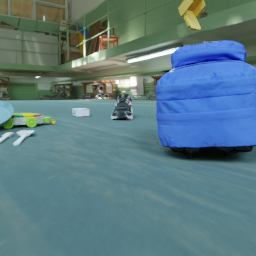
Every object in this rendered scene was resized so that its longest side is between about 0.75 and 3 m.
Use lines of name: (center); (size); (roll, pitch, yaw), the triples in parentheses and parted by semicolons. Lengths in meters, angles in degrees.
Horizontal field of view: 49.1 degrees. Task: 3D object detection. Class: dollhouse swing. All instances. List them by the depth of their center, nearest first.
dollhouse swing: (2.338, -3.965, 9.605); (0.940, 0.826, 0.854); (-12, -28, -47)

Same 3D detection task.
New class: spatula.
spatula: (-3.123, 0.236, 7.090); (1.287, 0.149, 1.850); (0, 7, -11)

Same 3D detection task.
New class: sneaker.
sneaker: (-0.278, -1.054, 13.050); (1.017, 1.093, 2.531); (-1, 14, 0)

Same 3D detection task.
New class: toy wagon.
toy wagon: (-3.769, -0.305, 10.189); (2.205, 0.436, 1.711); (-4, 8, -28)

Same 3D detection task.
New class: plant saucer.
plant saucer: (-4.617, -0.361, 8.897); (1.875, 0.257, 1.875); (3, 33, -2)

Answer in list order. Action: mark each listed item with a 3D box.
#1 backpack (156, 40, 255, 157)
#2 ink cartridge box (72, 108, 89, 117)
backpack: (1.552, -0.584, 5.597); (2.120, 2.189, 2.609); (-8, 9, 22)
ink cartridge box: (-2.411, -0.801, 14.304); (0.687, 0.398, 0.931); (-3, 6, -21)
